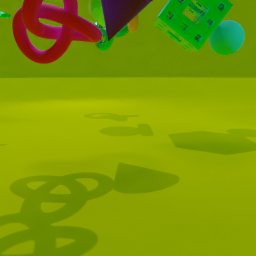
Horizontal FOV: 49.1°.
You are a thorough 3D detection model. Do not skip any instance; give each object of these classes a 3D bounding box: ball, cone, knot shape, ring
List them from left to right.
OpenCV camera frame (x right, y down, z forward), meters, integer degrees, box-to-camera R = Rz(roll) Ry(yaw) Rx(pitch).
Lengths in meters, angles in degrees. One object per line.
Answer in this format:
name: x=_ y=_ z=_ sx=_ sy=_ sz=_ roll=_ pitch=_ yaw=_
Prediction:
knot shape: x=-1.184 y=-1.734 z=4.461 sx=1.483 sy=0.685 sz=1.388 roll=-9 pitch=-27 yaw=-5
knot shape: x=-0.818 y=-3.997 z=11.306 sx=2.089 sy=0.965 sz=1.955 roll=22 pitch=59 yaw=44
ball: x=-0.584 y=-3.796 z=8.834 sx=1.209 sy=1.209 sz=1.209 roll=0 pitch=11 yaw=0
cone: x=-0.216 y=-2.174 z=5.391 sx=1.106 sy=1.110 sz=1.106 roll=15 pitch=39 yaw=-13
ring: x=0.088 y=-3.986 z=9.116 sx=0.329 sy=1.645 sz=1.645 roll=-8 pitch=11 yaw=-1
ball: x=2.930 y=-2.676 z=8.340 sx=0.996 sy=0.996 sz=0.996 roll=0 pitch=11 yaw=0

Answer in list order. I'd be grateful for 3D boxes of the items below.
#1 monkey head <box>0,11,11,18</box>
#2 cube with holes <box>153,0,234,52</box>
monkey head: x=-3.772 y=-3.023 z=6.853 sx=0.933 sy=1.548 sz=1.114 roll=-36 pitch=31 yaw=26
cube with holes: x=1.662 y=-3.037 z=7.557 sx=1.349 sy=1.349 sz=1.349 roll=36 pitch=10 yaw=-8
